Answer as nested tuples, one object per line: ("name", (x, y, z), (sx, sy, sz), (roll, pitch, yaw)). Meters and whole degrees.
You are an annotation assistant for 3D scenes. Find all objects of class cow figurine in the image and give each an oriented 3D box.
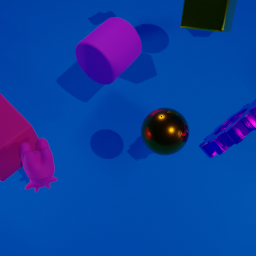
("cow figurine", (-1.674, 0.808, 5.310), (0.652, 1.189, 1.170), (-14, 110, -22))

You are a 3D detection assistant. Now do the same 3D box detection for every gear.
("gear", (2.102, -0.015, 5.501), (1.551, 1.551, 0.287), (-39, 85, -14))

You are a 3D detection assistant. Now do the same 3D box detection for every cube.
("cube", (-2.589, 0.207, 5.698), (1.095, 1.095, 1.095), (41, 68, 18))
("cube", (1.793, -2.625, 6.130), (0.936, 0.936, 0.936), (16, 23, 25))

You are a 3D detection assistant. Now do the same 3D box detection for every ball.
("ball", (0.722, 0.070, 5.498), (0.940, 0.940, 0.940), (0, 68, 0))

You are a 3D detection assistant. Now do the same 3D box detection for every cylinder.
("cylinder", (-0.488, -1.952, 7.144), (1.235, 1.235, 1.235), (33, 61, 13))
